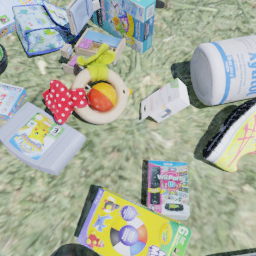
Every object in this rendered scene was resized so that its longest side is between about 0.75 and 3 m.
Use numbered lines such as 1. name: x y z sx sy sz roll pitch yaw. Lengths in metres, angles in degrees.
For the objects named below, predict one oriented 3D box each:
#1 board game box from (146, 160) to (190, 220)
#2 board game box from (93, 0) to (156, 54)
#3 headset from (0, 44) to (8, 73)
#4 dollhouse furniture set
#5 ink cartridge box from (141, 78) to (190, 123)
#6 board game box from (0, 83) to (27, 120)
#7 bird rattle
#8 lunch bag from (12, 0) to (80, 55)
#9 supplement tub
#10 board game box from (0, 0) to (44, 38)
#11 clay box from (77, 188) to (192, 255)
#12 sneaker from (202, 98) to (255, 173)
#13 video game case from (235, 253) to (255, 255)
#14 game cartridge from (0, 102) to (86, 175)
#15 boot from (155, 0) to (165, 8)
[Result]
1. board game box: 0.932 1.461 6.693 0.961 0.419 1.303 3 58 1
2. board game box: -0.222 -3.727 9.076 2.346 1.771 0.550 38 66 21
3. headset: -5.114 -2.129 8.365 2.794 1.313 1.725 -22 60 -26
4. dollhouse furniture set: -1.043 -2.928 8.356 1.415 2.168 2.047 18 60 11
5. ink cartridge box: 0.990 -0.685 7.710 1.307 0.440 0.765 -30 42 32
6. board game box: -3.671 -0.807 8.150 1.043 0.292 1.022 14 60 8
7. bird rattle: -0.961 -0.984 7.594 2.027 1.401 2.486 38 63 -12
8. lunch bag: -2.694 -3.377 9.301 1.814 1.156 1.543 -16 57 -25
9. supplement tub: 3.260 -1.670 7.835 2.633 1.737 1.737 -12 59 -6
10. board game box: -4.448 -4.304 9.957 2.519 0.461 1.905 -37 79 -19
11. clay box: 0.153 2.263 5.922 2.151 0.512 1.236 21 82 14
12. sneaker: 2.930 0.167 7.131 1.019 0.882 2.258 41 87 -3
13. video game case: 3.000 3.695 5.406 2.209 0.268 2.427 -6 59 -4
14. game cartridge: -2.375 0.279 7.442 2.131 0.431 1.421 28 66 16
15. boot: 0.980 -4.891 10.665 0.936 0.317 0.611 11 54 5
